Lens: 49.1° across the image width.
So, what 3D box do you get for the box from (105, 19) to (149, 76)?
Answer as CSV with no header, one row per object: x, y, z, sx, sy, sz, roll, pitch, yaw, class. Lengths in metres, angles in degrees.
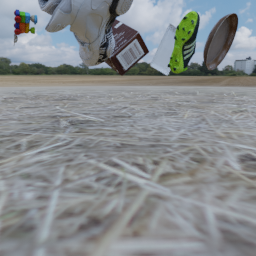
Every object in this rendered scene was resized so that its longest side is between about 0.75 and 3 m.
-0.454,-2.456,7.991,1.057,0.791,2.112,-42,45,-3,box

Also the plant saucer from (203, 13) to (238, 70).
3.198,-3.029,9.820,0.322,2.010,2.010,34,27,29,plant saucer

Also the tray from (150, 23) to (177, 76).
1.392,-2.748,9.865,0.864,1.609,0.178,22,5,-30,tray

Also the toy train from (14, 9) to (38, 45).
-3.592,-3.411,9.793,0.747,1.291,0.546,0,46,-23,toy train

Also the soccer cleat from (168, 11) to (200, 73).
1.768,-2.563,8.458,0.780,1.925,0.650,-19,50,-35,soccer cleat

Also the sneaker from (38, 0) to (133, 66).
-1.090,-2.328,6.040,1.723,1.127,2.998,-13,-16,-26,sneaker
